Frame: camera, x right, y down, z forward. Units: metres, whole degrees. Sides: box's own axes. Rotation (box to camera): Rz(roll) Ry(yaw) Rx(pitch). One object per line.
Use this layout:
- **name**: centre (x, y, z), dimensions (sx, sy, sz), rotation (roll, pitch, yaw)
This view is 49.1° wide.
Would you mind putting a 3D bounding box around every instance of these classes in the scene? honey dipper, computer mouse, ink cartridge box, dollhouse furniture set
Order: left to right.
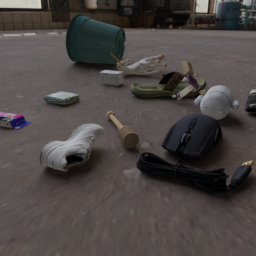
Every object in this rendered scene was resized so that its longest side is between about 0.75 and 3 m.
- **ink cartridge box**: centre (-3.392, -0.218, 7.904), dimensions (1.168, 0.217, 0.553), rotation (10, 25, 18)
- **honey dipper**: centre (-0.237, -0.080, 7.341), dimensions (0.400, 0.400, 2.104), rotation (-7, 23, -16)
- **dollhouse furniture set**: centre (2.021, -1.530, 9.750), dimensions (1.045, 0.936, 1.319), rotation (27, 43, -31)
- **computer mouse**: centre (1.722, 0.300, 6.069), dimensions (2.063, 0.676, 2.938), rotation (15, 28, 33)

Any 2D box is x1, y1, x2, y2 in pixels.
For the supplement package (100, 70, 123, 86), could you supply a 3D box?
- **supplement package**: centre (-0.706, -2.157, 12.007), dimensions (0.879, 0.514, 0.515), rotation (10, 25, 23)

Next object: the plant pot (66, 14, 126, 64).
- **plant pot**: centre (-1.712, -4.915, 16.139), dimensions (2.685, 2.741, 2.741), rotation (16, 27, 15)

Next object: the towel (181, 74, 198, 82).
- **towel**: centre (2.319, -2.038, 11.802), dimensions (0.932, 0.190, 1.273), rotation (-4, 15, 36)

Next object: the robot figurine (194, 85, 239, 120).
- **robot figurine**: centre (2.651, -0.757, 8.325), dimensions (1.264, 0.842, 1.491), rotation (7, 24, 25)

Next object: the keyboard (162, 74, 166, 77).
- **keyboard**: centre (1.955, -2.382, 13.080), dimensions (0.597, 0.097, 0.939), rotation (-10, 23, -38)

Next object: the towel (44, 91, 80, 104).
- **towel**: centre (-2.298, -1.046, 9.795), dimensions (0.985, 0.237, 0.843), rotation (13, 24, 29)

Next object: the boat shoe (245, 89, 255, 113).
- **boat shoe**: centre (4.564, -0.446, 8.132), dimensions (2.297, 0.835, 0.720), rotation (26, 76, 36)

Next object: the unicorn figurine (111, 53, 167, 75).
- **unicorn figurine**: centre (0.713, -3.081, 13.765), dimensions (1.986, 1.068, 2.892), rotation (-1, 7, 23)

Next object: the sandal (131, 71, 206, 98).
- **sandal**: centre (1.566, -1.664, 10.441), dimensions (2.926, 0.835, 1.162), rotation (-4, 24, -10)

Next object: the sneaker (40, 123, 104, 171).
- **sneaker**: centre (-1.039, 0.445, 5.995), dimensions (0.724, 0.619, 1.662), rotation (23, 40, 29)
